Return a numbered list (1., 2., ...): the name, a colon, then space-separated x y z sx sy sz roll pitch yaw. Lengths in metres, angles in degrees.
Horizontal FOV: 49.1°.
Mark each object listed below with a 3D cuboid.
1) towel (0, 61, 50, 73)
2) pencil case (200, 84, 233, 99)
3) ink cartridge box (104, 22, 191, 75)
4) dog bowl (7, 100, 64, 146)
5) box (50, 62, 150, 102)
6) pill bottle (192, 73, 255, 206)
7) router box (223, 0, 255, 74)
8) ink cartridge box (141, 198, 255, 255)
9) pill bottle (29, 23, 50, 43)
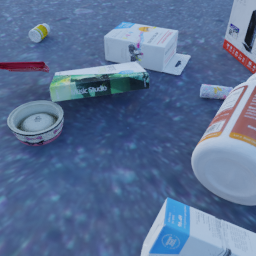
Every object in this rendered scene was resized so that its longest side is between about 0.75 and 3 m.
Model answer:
1. towel: -2.827 -1.651 7.718 1.204 0.187 1.665 -3 7 -10
2. pencil case: 2.494 -1.004 7.933 0.903 0.410 0.375 7 73 9
3. ink cartridge box: 0.720 -2.761 9.528 2.666 0.905 1.535 16 44 18
4. dog bowl: -2.192 -0.103 6.824 1.318 0.486 1.318 0 41 0
5. box: -0.811 -1.341 7.779 2.518 0.457 1.817 -10 24 -6
6. pill bottle: 2.554 0.027 5.704 1.571 1.571 2.801 24 52 25
7. router box: 4.182 -3.121 8.773 0.664 2.439 2.718 -9 42 -11
8. ink cartridge box: 1.095 1.739 3.678 1.682 0.976 0.571 22 26 2
9. pill bottle: -3.433 -3.746 10.954 0.504 0.504 0.893 11 42 12
